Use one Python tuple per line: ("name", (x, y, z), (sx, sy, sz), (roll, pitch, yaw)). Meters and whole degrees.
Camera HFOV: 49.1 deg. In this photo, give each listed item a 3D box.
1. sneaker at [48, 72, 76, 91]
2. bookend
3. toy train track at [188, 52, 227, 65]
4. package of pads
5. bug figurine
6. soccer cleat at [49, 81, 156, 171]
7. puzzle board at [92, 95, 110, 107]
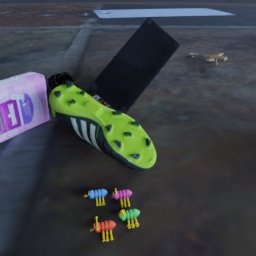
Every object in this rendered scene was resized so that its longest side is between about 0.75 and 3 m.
("sneaker", (-2.127, -1.486, 9.034), (0.725, 0.805, 2.068), (-16, 35, -24))
("bookend", (-0.010, -1.478, 8.062), (2.408, 1.116, 2.423), (-52, 6, -9))
("toy train track", (3.437, -3.023, 12.190), (1.049, 0.297, 1.828), (-31, 36, -31))
("package of pads", (-2.990, -0.459, 6.790), (0.837, 1.332, 2.211), (22, 37, 33))
("bug figurine", (-0.278, 1.349, 4.780), (0.855, 0.284, 1.103), (-7, 31, -13))
("soccer cleat", (-0.608, 0.053, 6.348), (2.878, 1.167, 0.972), (36, 55, 15))
("puzzle board", (-0.993, -0.751, 8.502), (0.835, 0.096, 1.108), (20, 36, 29))
